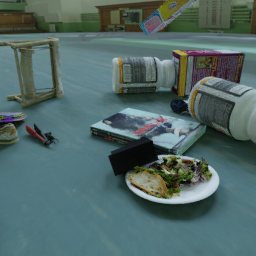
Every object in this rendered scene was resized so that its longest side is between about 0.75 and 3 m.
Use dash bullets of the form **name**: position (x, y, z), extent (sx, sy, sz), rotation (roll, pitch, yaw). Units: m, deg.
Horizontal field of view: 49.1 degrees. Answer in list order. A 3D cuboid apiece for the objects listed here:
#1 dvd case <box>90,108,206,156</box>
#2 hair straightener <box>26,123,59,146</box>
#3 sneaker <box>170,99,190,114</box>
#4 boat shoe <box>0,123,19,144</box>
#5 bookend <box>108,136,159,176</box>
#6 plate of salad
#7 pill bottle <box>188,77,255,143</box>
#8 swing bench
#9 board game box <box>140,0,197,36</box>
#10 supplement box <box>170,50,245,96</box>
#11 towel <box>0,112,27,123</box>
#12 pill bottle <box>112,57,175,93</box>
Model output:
- **dvd case**: position (0.599, 0.034, 8.303), extent (2.831, 0.312, 2.067), rotation (16, 28, 31)
- **hair straightener**: position (-2.391, 0.161, 8.022), extent (0.538, 0.286, 1.398), rotation (-20, 30, -39)
- **sneaker**: position (2.113, -0.710, 9.979), extent (1.362, 0.516, 0.525), rotation (19, 4, 41)
- **boat shoe**: position (-3.862, 0.124, 7.790), extent (1.560, 0.534, 0.583), rotation (-1, 23, -3)
- **bookend**: position (0.061, 0.623, 6.563), extent (1.045, 0.481, 1.038), rotation (-19, 6, -7)
- **plate of salad**: position (0.910, 0.928, 5.894), extent (1.936, 0.465, 1.936), rotation (-3, 20, 1)
- **pill bottle**: position (3.087, -0.522, 8.087), extent (1.500, 1.500, 2.578), rotation (-12, 27, -26)
- **swing bench**: position (-3.631, -2.319, 11.255), extent (2.343, 2.330, 1.520), rotation (-21, 31, -39)
- **board game box**: position (1.564, -4.059, 9.464), extent (2.140, 0.432, 1.638), rotation (-32, 8, 34)
- **supplement box**: position (3.378, -2.450, 12.224), extent (2.755, 1.804, 1.422), rotation (-2, 23, -7)
- **towel**: position (-4.263, -0.318, 8.286), extent (1.758, 0.279, 2.448), rotation (1, 4, 2)
- **pill bottle**: position (0.633, -2.326, 12.286), extent (2.618, 1.523, 1.523), rotation (-3, 23, -9)
